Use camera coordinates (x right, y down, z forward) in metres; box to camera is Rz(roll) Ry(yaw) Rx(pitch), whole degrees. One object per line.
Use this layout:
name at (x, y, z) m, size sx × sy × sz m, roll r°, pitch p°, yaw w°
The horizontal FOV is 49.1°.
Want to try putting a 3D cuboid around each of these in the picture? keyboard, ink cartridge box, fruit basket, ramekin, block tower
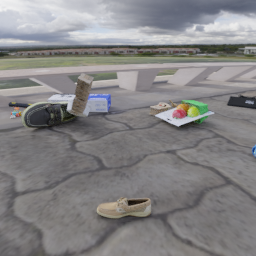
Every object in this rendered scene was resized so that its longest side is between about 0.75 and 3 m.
keyboard at (6.433, -1.266, 14.778) m, size 2.153 × 0.427 × 1.121 m, roll 12°, pitch 45°, yaw 29°
ink cartridge box at (-2.395, -1.284, 14.114) m, size 2.924 × 0.647 × 1.375 m, roll 1°, pitch 19°, yaw 3°
fruit basket at (2.398, -0.540, 11.963) m, size 1.881 × 0.882 × 1.742 m, roll -25°, pitch 26°, yaw -20°
ramekin at (-2.047, -0.803, 11.575) m, size 0.969 × 0.472 × 0.969 m, roll 14°, pitch -11°, yaw 3°
block tower at (-1.705, -1.224, 10.350) m, size 0.469 × 1.737 × 0.502 m, roll 23°, pitch 47°, yaw -3°

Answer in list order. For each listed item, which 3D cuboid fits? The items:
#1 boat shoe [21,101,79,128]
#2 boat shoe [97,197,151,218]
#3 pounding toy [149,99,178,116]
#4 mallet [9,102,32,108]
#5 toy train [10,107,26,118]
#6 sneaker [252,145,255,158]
boat shoe at (-3.003, -0.597, 11.503) m, size 0.912 × 0.992 × 2.775 m, roll 6°, pitch 14°, yaw 32°
boat shoe at (-0.086, 1.606, 5.817) m, size 1.121 × 0.362 × 0.400 m, roll -1°, pitch 18°, yaw -3°
pounding toy at (1.618, -1.062, 13.213) m, size 1.374 × 0.788 × 0.786 m, roll -12°, pitch 26°, yaw -34°
mallet at (-4.132, -1.021, 13.148) m, size 2.811 × 0.578 × 0.926 m, roll 9°, pitch 23°, yaw 12°
toy train at (-4.769, -0.745, 12.948) m, size 1.296 × 0.360 × 0.973 m, roll -6°, pitch 19°, yaw -19°
sneaker at (4.303, 0.589, 8.583) m, size 0.786 × 0.567 × 1.496 m, roll 14°, pitch 24°, yaw 37°
